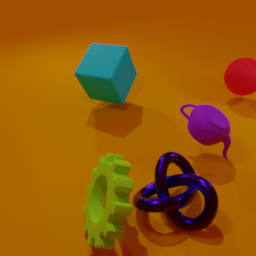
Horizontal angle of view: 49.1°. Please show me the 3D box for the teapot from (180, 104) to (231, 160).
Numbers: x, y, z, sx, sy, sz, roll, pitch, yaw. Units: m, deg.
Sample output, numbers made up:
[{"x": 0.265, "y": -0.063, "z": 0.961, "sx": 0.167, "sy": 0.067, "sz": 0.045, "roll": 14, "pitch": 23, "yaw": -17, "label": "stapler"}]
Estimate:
[{"x": 2.047, "y": 0.024, "z": 7.181, "sx": 1.796, "sy": 0.879, "sz": 1.117, "roll": 46, "pitch": 39, "yaw": 15, "label": "teapot"}]

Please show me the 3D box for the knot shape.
[{"x": 0.895, "y": 1.388, "z": 5.998, "sx": 1.644, "sy": 0.812, "sz": 1.757, "roll": -15, "pitch": 47, "yaw": -8, "label": "knot shape"}]

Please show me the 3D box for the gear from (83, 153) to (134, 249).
[{"x": -0.430, "y": 1.378, "z": 5.414, "sx": 0.320, "sy": 1.729, "sz": 1.729, "roll": 15, "pitch": 31, "yaw": -23, "label": "gear"}]

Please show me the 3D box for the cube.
[{"x": -0.668, "y": -1.755, "z": 9.103, "sx": 1.342, "sy": 1.342, "sz": 1.342, "roll": 12, "pitch": 64, "yaw": 23, "label": "cube"}]

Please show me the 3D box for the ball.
[{"x": 3.949, "y": -1.744, "z": 9.564, "sx": 1.275, "sy": 1.275, "sz": 1.275, "roll": 0, "pitch": 36, "yaw": 0, "label": "ball"}]
